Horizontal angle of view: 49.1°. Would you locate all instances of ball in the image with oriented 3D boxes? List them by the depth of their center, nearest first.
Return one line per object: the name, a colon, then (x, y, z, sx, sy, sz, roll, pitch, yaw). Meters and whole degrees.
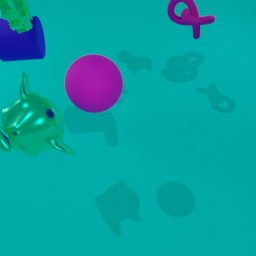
ball: (-0.522, -0.679, 4.328, 0.894, 0.894, 0.894, 0, 61, 0)

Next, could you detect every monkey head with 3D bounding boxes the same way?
monkey head: (-1.616, -0.045, 4.673, 1.008, 1.203, 1.672, -30, 98, 2)

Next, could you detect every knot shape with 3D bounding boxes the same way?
knot shape: (1.566, -2.652, 6.857, 1.206, 1.128, 0.557, 42, 99, 26)

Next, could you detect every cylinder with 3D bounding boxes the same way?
cylinder: (-2.439, -2.009, 6.339, 0.936, 0.936, 0.936, -5, 62, -4)

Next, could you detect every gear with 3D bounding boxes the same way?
gear: (-2.214, -2.413, 5.392, 0.203, 1.095, 1.095, -14, 62, 7)
